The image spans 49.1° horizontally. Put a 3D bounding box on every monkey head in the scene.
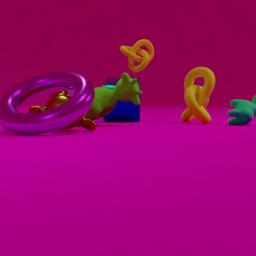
[{"bbox_3d":[-1.396,-0.268,6.257,1.463,1.053,0.882,15,43,-5],"label":"monkey head"}]

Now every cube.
[{"bbox_3d":[-0.192,-1.013,9.838,1.258,1.258,1.258,0,23,4],"label":"cube"}]

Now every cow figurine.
[{"bbox_3d":[-0.567,-0.783,7.685,1.691,0.943,1.719,-11,19,45],"label":"cow figurine"},{"bbox_3d":[3.532,-0.505,8.040,1.166,0.651,1.185,3,36,28],"label":"cow figurine"}]

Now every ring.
[{"bbox_3d":[-1.687,-0.580,5.798,2.037,0.407,2.037,-7,38,5],"label":"ring"}]

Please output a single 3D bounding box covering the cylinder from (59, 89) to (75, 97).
[{"bbox_3d":[-1.640,-0.833,9.325,1.081,1.081,1.081,17,11,24],"label":"cylinder"}]

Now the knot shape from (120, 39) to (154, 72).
[{"bbox_3d":[0.432,-2.709,10.210,1.200,1.282,0.592,-32,-18,-18],"label":"knot shape"}]

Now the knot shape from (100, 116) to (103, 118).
[{"bbox_3d":[-0.939,-0.837,11.922,1.547,0.715,1.448,3,-5,-12],"label":"knot shape"}]

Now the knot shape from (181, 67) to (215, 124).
[{"bbox_3d":[2.242,-0.857,9.162,0.885,1.916,1.793,6,-28,8],"label":"knot shape"}]
